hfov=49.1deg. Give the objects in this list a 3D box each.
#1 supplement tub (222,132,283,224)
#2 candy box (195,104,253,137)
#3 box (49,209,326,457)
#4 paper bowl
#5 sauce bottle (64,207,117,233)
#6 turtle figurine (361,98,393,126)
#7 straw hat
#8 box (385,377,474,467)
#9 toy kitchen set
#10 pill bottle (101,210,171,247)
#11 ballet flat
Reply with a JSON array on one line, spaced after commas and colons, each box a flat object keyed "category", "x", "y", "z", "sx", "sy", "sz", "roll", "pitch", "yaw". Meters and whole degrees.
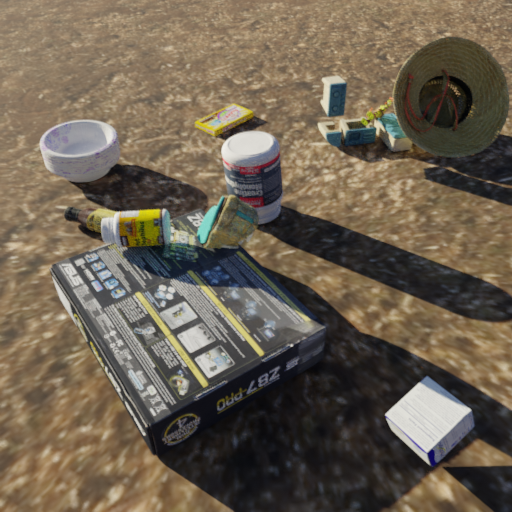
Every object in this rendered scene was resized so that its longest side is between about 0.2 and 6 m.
[{"category": "supplement tub", "x": -0.050, "y": -1.631, "z": 11.776, "sx": 1.185, "sy": 1.688, "sz": 1.185, "roll": -4, "pitch": 40, "yaw": 3}, {"category": "candy box", "x": -0.866, "y": -3.759, "z": 15.435, "sx": 0.782, "sy": 0.202, "sz": 1.530, "roll": 33, "pitch": 50, "yaw": 29}, {"category": "box", "x": -1.255, "y": 0.931, "z": 9.447, "sx": 3.146, "sy": 0.959, "sz": 3.904, "roll": -26, "pitch": 47, "yaw": -25}, {"category": "paper bowl", "x": -4.136, "y": -2.427, "z": 13.339, "sx": 1.772, "sy": 0.922, "sz": 1.772, "roll": 0, "pitch": 41, "yaw": 0}, {"category": "sauce bottle", "x": -3.275, "y": -0.732, "z": 11.738, "sx": 1.555, "sy": 0.513, "sz": 0.513, "roll": 10, "pitch": 42, "yaw": 16}, {"category": "turtle figurine", "x": 3.119, "y": -3.696, "z": 14.615, "sx": 0.873, "sy": 0.348, "sz": 1.082, "roll": -38, "pitch": 12, "yaw": -32}, {"category": "straw hat", "x": 4.779, "y": -3.972, "z": 14.666, "sx": 3.239, "sy": 3.239, "sz": 1.371, "roll": -10, "pitch": 2, "yaw": -12}, {"category": "box", "x": 2.374, "y": 2.252, "z": 7.661, "sx": 0.856, "sy": 0.449, "sz": 0.787, "roll": -38, "pitch": 42, "yaw": -12}, {"category": "toy kitchen set", "x": 2.798, "y": -3.588, "z": 14.069, "sx": 2.149, "sy": 1.722, "sz": 1.266, "roll": -9, "pitch": 41, "yaw": -11}, {"category": "pill bottle", "x": -2.109, "y": -0.479, "z": 9.904, "sx": 1.150, "sy": 0.628, "sz": 0.628, "roll": -4, "pitch": 41, "yaw": -3}, {"category": "ballet flat", "x": -0.461, "y": -0.454, "z": 9.212, "sx": 0.833, "sy": 0.833, "sz": 2.357, "roll": -12, "pitch": -2, "yaw": -13}]
